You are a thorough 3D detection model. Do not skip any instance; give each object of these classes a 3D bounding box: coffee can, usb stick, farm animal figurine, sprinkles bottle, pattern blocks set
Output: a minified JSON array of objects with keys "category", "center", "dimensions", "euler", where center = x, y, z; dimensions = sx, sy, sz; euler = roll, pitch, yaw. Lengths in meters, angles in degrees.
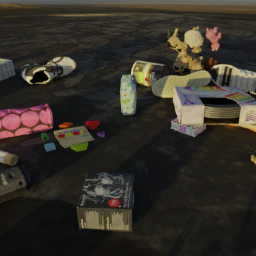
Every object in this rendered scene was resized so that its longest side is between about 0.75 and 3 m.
[{"category":"coffee can","center":[1.024,-2.357,12.384],"dimensions":[1.451,1.062,1.062],"euler":[17,32,30]},{"category":"usb stick","center":[-3.486,1.516,5.639],"dimensions":[3.000,0.489,0.832],"euler":[-18,32,-31]},{"category":"farm animal figurine","center":[2.911,-3.256,12.725],"dimensions":[2.316,2.868,1.442],"euler":[22,75,24]},{"category":"sprinkles bottle","center":[-3.312,0.740,7.303],"dimensions":[0.900,0.307,0.307],"euler":[11,30,21]},{"category":"pattern blocks set","center":[-1.611,0.243,8.376],"dimensions":[1.851,0.150,1.627],"euler":[-7,30,-17]}]

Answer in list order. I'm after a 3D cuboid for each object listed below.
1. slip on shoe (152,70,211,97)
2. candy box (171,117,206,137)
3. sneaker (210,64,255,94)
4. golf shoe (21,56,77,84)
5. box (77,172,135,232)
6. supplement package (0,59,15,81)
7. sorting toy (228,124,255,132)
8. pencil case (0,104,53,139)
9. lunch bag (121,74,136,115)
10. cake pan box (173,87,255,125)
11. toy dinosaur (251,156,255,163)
[{"category":"slip on shoe","center":[2.189,-1.769,11.696],"dimensions":[2.512,0.931,0.769],"euler":[-16,-10,-11]},{"category":"candy box","center":[1.929,-0.101,8.902],"dimensions":[0.875,0.313,0.734],"euler":[22,35,36]},{"category":"sneaker","center":[4.957,-2.071,12.092],"dimensions":[2.824,1.061,1.145],"euler":[24,25,30]},{"category":"golf shoe","center":[-3.530,-2.562,13.064],"dimensions":[2.699,1.049,1.275],"euler":[-20,46,-23]},{"category":"box","center":[-0.396,1.453,5.653],"dimensions":[1.018,0.582,1.118],"euler":[0,27,3]},{"category":"supplement package","center":[-6.311,-2.860,13.651],"dimensions":[0.998,0.768,1.044],"euler":[11,31,21]},{"category":"sorting toy","center":[3.997,-0.300,9.346],"dimensions":[1.645,0.324,1.777],"euler":[18,28,30]},{"category":"pencil case","center":[-3.373,-0.253,8.603],"dimensions":[2.061,0.935,0.965],"euler":[-7,25,-18]},{"category":"lunch bag","center":[0.031,-1.188,9.893],"dimensions":[0.539,1.308,1.051],"euler":[-1,28,2]},{"category":"cake pan box","center":[2.768,-0.779,9.170],"dimensions":[2.392,0.679,2.597],"euler":[-1,22,6]},{"category":"toy dinosaur","center":[4.144,0.717,7.309],"dimensions":[1.979,0.576,1.001],"euler":[-5,43,7]}]
